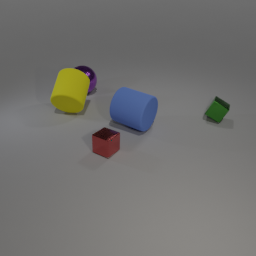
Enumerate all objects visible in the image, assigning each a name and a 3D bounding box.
[{"bbox_3d":[-0.749,0.490,9.634,0.700,0.700,0.700,19,32,28],"label":"cube"},{"bbox_3d":[3.694,-0.771,11.547,0.700,0.700,0.700,34,31,6],"label":"cube"},{"bbox_3d":[0.236,-0.738,10.831,1.400,1.400,1.400,21,36,25],"label":"cylinder"},{"bbox_3d":[-2.454,-1.583,11.989,1.400,1.400,1.400,5,62,8],"label":"cylinder"},{"bbox_3d":[-2.241,-2.388,13.891,1.400,1.400,1.400,0,30,0],"label":"ball"}]
